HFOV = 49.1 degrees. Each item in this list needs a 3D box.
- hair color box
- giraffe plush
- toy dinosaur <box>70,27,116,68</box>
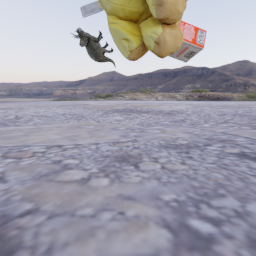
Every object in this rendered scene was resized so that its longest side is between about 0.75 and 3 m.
[{"bbox_3d":[1.400,-3.461,10.505,2.683,0.822,1.362,17,-15,-14],"label":"hair color box"},{"bbox_3d":[0.505,-2.733,5.910,2.482,2.142,2.013,26,47,36],"label":"giraffe plush"},{"bbox_3d":[-0.968,-2.426,8.582,0.812,1.588,0.611,-36,16,0],"label":"toy dinosaur"}]
